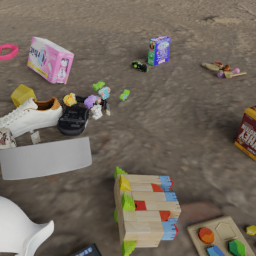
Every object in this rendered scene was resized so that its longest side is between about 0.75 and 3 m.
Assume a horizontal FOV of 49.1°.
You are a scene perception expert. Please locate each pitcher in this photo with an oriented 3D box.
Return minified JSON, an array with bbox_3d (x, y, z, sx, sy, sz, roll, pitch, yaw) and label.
[{"bbox_3d":[-2.888,2.453,6.251,1.889,1.145,1.621,21,52,9],"label":"pitcher"}]

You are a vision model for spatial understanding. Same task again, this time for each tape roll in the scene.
[{"bbox_3d":[-2.164,0.767,7.523,2.329,0.769,2.329,-8,-1,0],"label":"tape roll"}]

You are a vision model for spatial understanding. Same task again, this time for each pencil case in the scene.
[{"bbox_3d":[-4.611,0.548,8.795,2.119,0.824,0.948,-10,37,-12],"label":"pencil case"}]

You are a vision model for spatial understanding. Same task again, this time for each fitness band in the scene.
[{"bbox_3d":[-6.672,-4.156,15.305,1.131,0.295,1.575,3,39,0],"label":"fitness band"}]

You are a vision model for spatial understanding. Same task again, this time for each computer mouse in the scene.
[{"bbox_3d":[-1.558,-0.367,10.266,1.834,0.601,2.612,3,34,-8],"label":"computer mouse"}]

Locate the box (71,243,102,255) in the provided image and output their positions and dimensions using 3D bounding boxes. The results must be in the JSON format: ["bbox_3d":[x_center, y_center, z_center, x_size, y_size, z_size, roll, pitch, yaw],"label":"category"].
[{"bbox_3d":[-1.144,3.394,5.489,1.887,0.411,1.512,-20,42,-24],"label":"box"}]

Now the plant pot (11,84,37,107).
[{"bbox_3d":[-4.163,-1.171,11.122,0.757,0.757,0.668,25,52,29],"label":"plant pot"}]

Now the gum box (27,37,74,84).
[{"bbox_3d":[-3.559,-3.089,12.819,0.824,1.414,2.492,-4,30,-47],"label":"gum box"}]

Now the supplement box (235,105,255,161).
[{"bbox_3d":[4.458,0.033,8.923,1.508,1.488,1.002,-19,42,-22],"label":"supplement box"}]

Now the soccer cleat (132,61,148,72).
[{"bbox_3d":[0.578,-2.975,13.659,0.464,0.386,1.144,-6,29,-29],"label":"soccer cleat"}]

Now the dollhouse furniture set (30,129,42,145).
[{"bbox_3d":[-3.078,0.665,8.626,0.954,0.854,1.204,25,44,29],"label":"dollhouse furniture set"}]

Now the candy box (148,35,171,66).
[{"bbox_3d":[1.573,-3.902,14.143,1.073,1.269,0.489,-25,42,-31],"label":"candy box"}]

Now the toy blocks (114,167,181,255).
[{"bbox_3d":[0.541,1.987,6.921,1.573,1.150,2.301,5,35,-13],"label":"toy blocks"}]

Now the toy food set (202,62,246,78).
[{"bbox_3d":[4.647,-2.765,13.516,1.284,0.318,2.019,-12,32,-15],"label":"toy food set"}]

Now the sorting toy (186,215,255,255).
[{"bbox_3d":[2.438,2.627,6.611,1.767,0.237,1.317,-11,39,-13],"label":"sorting toy"}]

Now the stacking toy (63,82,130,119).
[{"bbox_3d":[-1.149,-1.199,10.623,1.569,0.489,2.081,25,46,32],"label":"stacking toy"}]

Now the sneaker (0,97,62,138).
[{"bbox_3d":[-3.741,-0.474,9.818,2.793,1.182,1.017,-19,43,-23],"label":"sneaker"}]
